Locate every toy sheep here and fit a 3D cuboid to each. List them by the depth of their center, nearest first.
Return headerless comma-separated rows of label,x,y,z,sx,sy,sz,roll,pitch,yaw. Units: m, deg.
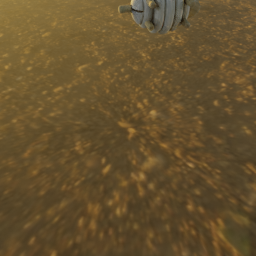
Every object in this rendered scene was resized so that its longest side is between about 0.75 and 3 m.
toy sheep,0.608,-2.279,5.282,1.584,1.092,1.092,-4,37,-13
